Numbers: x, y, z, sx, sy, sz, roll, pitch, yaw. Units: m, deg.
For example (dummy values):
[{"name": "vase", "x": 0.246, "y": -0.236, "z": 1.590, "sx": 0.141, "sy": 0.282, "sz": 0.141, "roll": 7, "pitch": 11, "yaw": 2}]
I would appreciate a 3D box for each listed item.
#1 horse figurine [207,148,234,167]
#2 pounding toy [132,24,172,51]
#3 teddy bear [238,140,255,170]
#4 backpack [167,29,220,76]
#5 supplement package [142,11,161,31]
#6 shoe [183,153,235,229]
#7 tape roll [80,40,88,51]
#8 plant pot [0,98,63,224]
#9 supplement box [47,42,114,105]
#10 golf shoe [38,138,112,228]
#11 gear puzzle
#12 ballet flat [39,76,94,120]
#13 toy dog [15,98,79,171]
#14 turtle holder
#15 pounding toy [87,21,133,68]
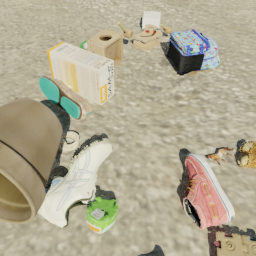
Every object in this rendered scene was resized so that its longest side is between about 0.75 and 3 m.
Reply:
[{"name": "horse figurine", "x": 3.085, "y": 0.906, "z": 9.196, "sx": 0.880, "sy": 0.220, "sz": 0.583, "roll": -37, "pitch": 50, "yaw": -21}, {"name": "pounding toy", "x": 1.114, "y": -4.879, "z": 14.147, "sx": 2.107, "sy": 1.209, "sz": 1.205, "roll": -31, "pitch": 58, "yaw": -27}, {"name": "teddy bear", "x": 4.634, "y": 1.053, "z": 8.840, "sx": 2.227, "sy": 0.744, "sz": 1.615, "roll": -1, "pitch": 38, "yaw": 9}, {"name": "backpack", "x": 3.090, "y": -3.507, "z": 12.653, "sx": 2.193, "sy": 1.475, "sz": 2.002, "roll": -9, "pitch": 46, "yaw": -11}, {"name": "supplement package", "x": 1.295, "y": -5.887, "z": 15.469, "sx": 0.940, "sy": 0.723, "sz": 0.983, "roll": 6, "pitch": 46, "yaw": 6}, {"name": "shoe", "x": 1.968, "y": 1.722, "z": 7.997, "sx": 1.037, "sy": 0.814, "sz": 2.279, "roll": -12, "pitch": 50, "yaw": -16}, {"name": "tape roll", "x": -1.719, "y": -3.961, "z": 13.886, "sx": 1.303, "sy": 0.313, "sz": 1.303, "roll": 0, "pitch": 46, "yaw": 0}, {"name": "plant pot", "x": -2.861, "y": 0.564, "z": 6.875, "sx": 2.739, "sy": 2.739, "sz": 2.377, "roll": 14, "pitch": 45, "yaw": 14}, {"name": "supplement box", "x": -1.857, "y": -2.215, "z": 11.254, "sx": 2.617, "sy": 1.649, "sz": 0.962, "roll": 26, "pitch": 49, "yaw": 22}, {"name": "golf shoe", "x": -1.284, "y": 1.573, "z": 8.154, "sx": 1.427, "sy": 1.149, "sz": 2.934, "roll": 39, "pitch": 63, "yaw": 15}, {"name": "gear puzzle", "x": 2.730, "y": 3.808, "z": 6.351, "sx": 1.411, "sy": 0.357, "sz": 2.725, "roll": 7, "pitch": 49, "yaw": 4}, {"name": "ballet flat", "x": -2.376, "y": -1.194, "z": 10.932, "sx": 2.806, "sy": 0.955, "sz": 0.944, "roll": 41, "pitch": 37, "yaw": 27}, {"name": "toy dog", "x": -3.131, "y": 0.021, "z": 9.207, "sx": 2.831, "sy": 1.364, "sz": 1.867, "roll": 30, "pitch": 61, "yaw": 27}, {"name": "turtle holder", "x": -0.689, "y": 2.299, "z": 7.469, "sx": 0.798, "sy": 0.745, "sz": 1.050, "roll": 10, "pitch": 28, "yaw": 1}, {"name": "pounding toy", "x": -0.797, "y": -3.924, "z": 12.646, "sx": 1.050, "sy": 2.015, "sz": 2.294, "roll": 26, "pitch": 51, "yaw": 23}]
